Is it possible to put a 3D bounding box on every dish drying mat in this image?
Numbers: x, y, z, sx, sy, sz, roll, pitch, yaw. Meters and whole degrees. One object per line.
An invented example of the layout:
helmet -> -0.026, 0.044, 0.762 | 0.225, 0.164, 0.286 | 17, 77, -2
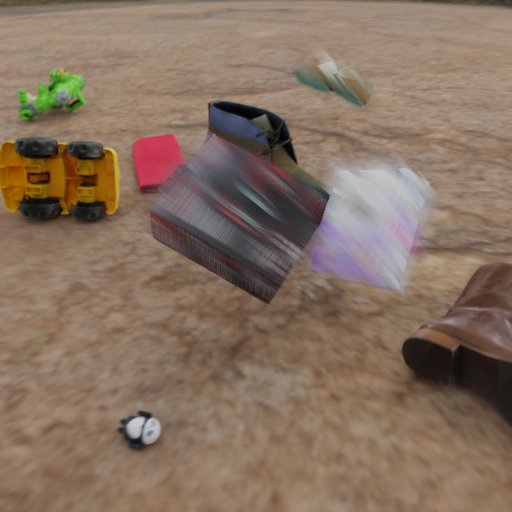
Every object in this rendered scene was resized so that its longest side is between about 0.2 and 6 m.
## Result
dish drying mat -> -2.381, -2.310, 13.827 | 1.204, 0.285, 3.135 | -8, 33, -11

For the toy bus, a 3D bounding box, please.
toy bus -> -3.884, -1.719, 11.878 | 2.297, 1.559, 2.205 | 3, 15, 0

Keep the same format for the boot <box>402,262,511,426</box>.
boot -> 3.791, 1.100, 7.589 | 2.692, 0.928, 2.888 | 26, 35, 35

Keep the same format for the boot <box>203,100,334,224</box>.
boot -> 0.318, -1.981, 11.660 | 3.904, 1.892, 1.458 | 21, 36, 31

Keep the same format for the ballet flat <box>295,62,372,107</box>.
ballet flat -> 1.504, -3.340, 10.589 | 1.573, 0.533, 0.569 | 30, 85, 26

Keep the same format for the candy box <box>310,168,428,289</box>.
candy box -> 1.699, -0.453, 8.566 | 0.601, 1.681, 1.410 | 21, -6, -35

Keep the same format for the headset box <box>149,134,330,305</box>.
headset box -> -0.325, -0.596, 7.899 | 2.177, 0.817, 1.618 | 30, 63, 11

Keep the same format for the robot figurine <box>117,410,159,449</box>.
robot figurine -> -1.361, 2.018, 6.505 | 0.474, 0.356, 0.296 | 6, 8, 11

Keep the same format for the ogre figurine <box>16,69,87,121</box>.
ogre figurine -> -6.317, -5.099, 17.667 | 1.587, 1.299, 2.647 | -12, 13, 14
